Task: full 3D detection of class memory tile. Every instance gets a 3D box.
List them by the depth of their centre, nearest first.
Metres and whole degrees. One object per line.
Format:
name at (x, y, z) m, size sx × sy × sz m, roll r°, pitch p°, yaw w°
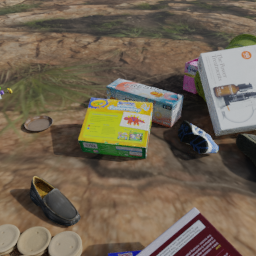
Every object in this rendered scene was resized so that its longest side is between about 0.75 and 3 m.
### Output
memory tile at (-2.487, 2.873, 5.546) m, size 2.847 × 0.239 × 2.182 m, roll 4°, pitch 34°, yaw 6°

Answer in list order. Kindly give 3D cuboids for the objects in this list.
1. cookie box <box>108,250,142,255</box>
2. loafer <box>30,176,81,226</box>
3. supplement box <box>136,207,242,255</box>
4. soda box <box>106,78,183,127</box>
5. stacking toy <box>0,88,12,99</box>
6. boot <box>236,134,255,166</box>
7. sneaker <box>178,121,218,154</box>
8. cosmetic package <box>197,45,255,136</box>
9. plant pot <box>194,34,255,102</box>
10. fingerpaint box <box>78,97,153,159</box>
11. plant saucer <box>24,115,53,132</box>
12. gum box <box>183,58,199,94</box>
cookie box at (-0.007, 2.876, 5.459) m, size 0.721 × 0.317 × 0.843 m, roll -3°, pitch 34°, yaw -5°
loafer at (-1.847, 1.769, 6.835) m, size 1.692 × 0.612 × 0.616 m, roll 23°, pitch 39°, yaw 29°
supplement box at (1.488, 2.876, 4.285) m, size 1.578 × 0.883 × 2.900 m, roll -34°, pitch 51°, yaw -14°
soda box at (0.573, -1.009, 10.609) m, size 2.860 × 0.978 × 0.909 m, roll 19°, pitch 39°, yaw 26°
stacking toy at (-5.602, -1.536, 12.123) m, size 0.908 × 0.213 × 0.684 m, roll 12°, pitch 34°, yaw 20°
boot at (4.781, 0.607, 8.550) m, size 2.265 × 0.822 × 2.060 m, roll -3°, pitch 36°, yaw -17°
sneaker at (2.217, 0.342, 9.083) m, size 0.676 × 0.665 × 1.756 m, roll 13°, pitch 24°, yaw -28°
cosmetic package at (3.848, -1.344, 9.715) m, size 2.207 × 0.756 × 2.928 m, roll -9°, pitch 72°, yaw -2°
plant pot at (4.089, -2.133, 11.331) m, size 2.408 × 2.536 × 2.536 m, roll -29°, pitch 42°, yaw -17°
fingerpaint box at (-0.329, -0.022, 8.919) m, size 2.066 × 0.758 × 1.723 m, roll 5°, pitch 56°, yaw 7°
plant saucer at (-3.192, -0.133, 10.064) m, size 0.993 × 0.159 × 0.993 m, roll 0°, pitch 33°, yaw 0°
gum box at (3.466, -2.529, 12.608) m, size 2.197 × 1.247 × 0.727 m, roll -27°, pitch 41°, yaw -35°
